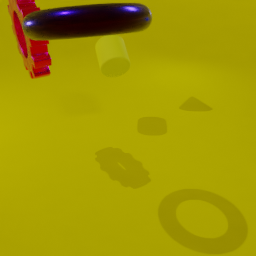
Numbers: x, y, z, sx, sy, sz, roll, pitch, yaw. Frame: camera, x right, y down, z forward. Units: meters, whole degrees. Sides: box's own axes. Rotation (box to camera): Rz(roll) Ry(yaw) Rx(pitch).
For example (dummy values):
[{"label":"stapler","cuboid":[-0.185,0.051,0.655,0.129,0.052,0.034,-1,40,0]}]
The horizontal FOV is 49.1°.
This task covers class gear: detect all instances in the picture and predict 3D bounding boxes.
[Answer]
[{"label":"gear","cuboid":[-1.946,-1.841,5.473,0.318,1.719,1.719,-19,37,-24]}]

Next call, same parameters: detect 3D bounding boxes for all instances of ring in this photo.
[{"label":"ring","cuboid":[-0.531,-1.422,3.779,1.712,0.342,1.712,-4,20,2]}]

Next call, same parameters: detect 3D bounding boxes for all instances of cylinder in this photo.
[{"label":"cylinder","cuboid":[-0.422,-1.969,7.696,0.831,0.831,0.831,-8,64,-13]}]
